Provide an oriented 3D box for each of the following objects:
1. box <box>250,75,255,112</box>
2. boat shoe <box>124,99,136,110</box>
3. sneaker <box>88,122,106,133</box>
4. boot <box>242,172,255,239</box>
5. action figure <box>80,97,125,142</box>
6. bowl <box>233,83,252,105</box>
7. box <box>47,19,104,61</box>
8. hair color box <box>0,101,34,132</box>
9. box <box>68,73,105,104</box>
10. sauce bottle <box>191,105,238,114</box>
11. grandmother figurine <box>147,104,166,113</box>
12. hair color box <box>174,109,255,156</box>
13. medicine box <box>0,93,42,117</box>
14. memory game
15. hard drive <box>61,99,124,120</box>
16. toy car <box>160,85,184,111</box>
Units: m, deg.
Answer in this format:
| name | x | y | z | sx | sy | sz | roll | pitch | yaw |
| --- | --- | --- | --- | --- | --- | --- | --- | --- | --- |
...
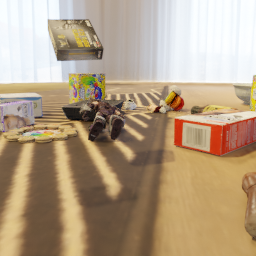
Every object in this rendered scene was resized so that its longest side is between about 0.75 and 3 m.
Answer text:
| name | x | y | z | sx | sy | sz | roll | pitch | yaw |
| --- | --- | --- | --- | --- | --- | --- | --- | --- | --- |
| box | 6.410 | -1.269 | 10.966 | 2.579 | 1.633 | 2.678 | 3 | 11 | 14 |
| boat shoe | 0.094 | -1.166 | 13.430 | 0.491 | 0.448 | 1.364 | 3 | 12 | 15 |
| sneaker | -0.947 | -0.094 | 8.571 | 0.405 | 0.350 | 0.925 | -3 | 11 | 12 |
| boot | 2.108 | 0.893 | 3.351 | 1.412 | 0.487 | 1.515 | -10 | 5 | 20 |
| action figure | -0.696 | -0.298 | 8.097 | 1.406 | 0.750 | 2.161 | 12 | 18 | -9 |
| bowl | 6.823 | -1.811 | 14.942 | 2.447 | 1.100 | 2.447 | 0 | 12 | 0 |
| box | -1.029 | -1.708 | 5.360 | 0.858 | 0.262 | 1.084 | -7 | 50 | -21 |
| hair color box | -3.603 | -0.407 | 8.903 | 0.468 | 0.790 | 1.445 | 5 | 13 | 19 |
| box | -2.055 | -1.920 | 14.087 | 1.589 | 1.649 | 1.006 | -10 | 15 | -39 |
| sauce bottle | 2.958 | -0.466 | 9.700 | 0.653 | 0.653 | 1.978 | -6 | 10 | -27 |
| grandmother figurine | 1.287 | -0.839 | 12.259 | 0.627 | 0.313 | 1.034 | -44 | 33 | -16 |
| hair color box | 2.363 | 0.011 | 7.040 | 2.323 | 0.743 | 1.288 | -9 | 14 | -43 |
| medicine box | -4.351 | -0.923 | 11.240 | 1.506 | 0.851 | 1.653 | -6 | 14 | -26 |
| memory game | -2.443 | 0.121 | 7.996 | 2.051 | 0.131 | 2.051 | 0 | 11 | 0 |
| hard drive | -1.270 | -0.767 | 11.146 | 1.875 | 0.588 | 2.780 | 2 | 12 | 12 |
| toy car | 2.121 | -1.254 | 12.826 | 1.006 | 1.174 | 1.342 | 35 | 13 | -1 |
